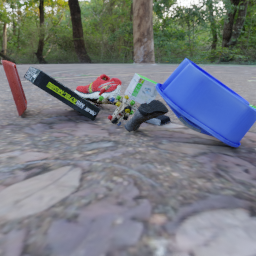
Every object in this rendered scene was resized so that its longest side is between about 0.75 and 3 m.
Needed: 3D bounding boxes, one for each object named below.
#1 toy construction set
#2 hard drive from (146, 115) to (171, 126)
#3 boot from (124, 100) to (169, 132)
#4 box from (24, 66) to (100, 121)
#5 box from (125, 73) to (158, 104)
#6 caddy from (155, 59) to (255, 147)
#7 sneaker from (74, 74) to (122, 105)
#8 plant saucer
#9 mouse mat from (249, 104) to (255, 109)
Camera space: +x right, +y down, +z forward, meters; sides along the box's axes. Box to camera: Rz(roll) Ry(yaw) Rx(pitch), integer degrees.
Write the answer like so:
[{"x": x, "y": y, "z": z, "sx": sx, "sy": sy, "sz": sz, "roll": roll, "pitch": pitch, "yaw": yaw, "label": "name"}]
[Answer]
[{"x": -0.238, "y": -0.786, "z": 8.339, "sx": 0.927, "sy": 1.207, "sz": 1.007, "roll": -36, "pitch": 11, "yaw": 38, "label": "toy construction set"}, {"x": 0.854, "y": -0.316, "z": 8.944, "sx": 0.610, "sy": 0.192, "sz": 0.905, "roll": -19, "pitch": 27, "yaw": -40, "label": "hard drive"}, {"x": 0.500, "y": -0.329, "z": 7.926, "sx": 1.361, "sy": 0.896, "sz": 0.475, "roll": -7, "pitch": 56, "yaw": -48, "label": "boot"}, {"x": -2.277, "y": -1.202, "z": 9.431, "sx": 2.245, "sy": 0.552, "sz": 2.325, "roll": 30, "pitch": -1, "yaw": -31, "label": "box"}, {"x": 0.576, "y": -1.463, "z": 10.894, "sx": 1.081, "sy": 0.954, "sz": 0.523, "roll": 19, "pitch": 20, "yaw": -31, "label": "box"}, {"x": 1.827, "y": -0.524, "z": 6.704, "sx": 2.479, "sy": 1.301, "sz": 1.753, "roll": 33, "pitch": 20, "yaw": -7, "label": "caddy"}, {"x": -1.126, "y": -1.571, "z": 11.156, "sx": 1.033, "sy": 1.139, "sz": 2.682, "roll": 21, "pitch": -7, "yaw": -42, "label": "sneaker"}, {"x": -3.948, "y": -1.480, "z": 9.909, "sx": 0.345, "sy": 1.881, "sz": 1.877, "roll": -17, "pitch": 18, "yaw": -15, "label": "plant saucer"}, {"x": 3.710, "y": -0.706, "z": 10.263, "sx": 2.689, "sy": 0.101, "sz": 2.163, "roll": -4, "pitch": 19, "yaw": -21, "label": "mouse mat"}]
